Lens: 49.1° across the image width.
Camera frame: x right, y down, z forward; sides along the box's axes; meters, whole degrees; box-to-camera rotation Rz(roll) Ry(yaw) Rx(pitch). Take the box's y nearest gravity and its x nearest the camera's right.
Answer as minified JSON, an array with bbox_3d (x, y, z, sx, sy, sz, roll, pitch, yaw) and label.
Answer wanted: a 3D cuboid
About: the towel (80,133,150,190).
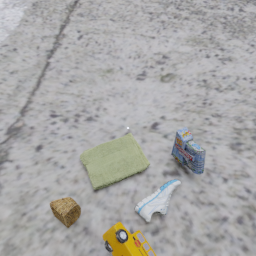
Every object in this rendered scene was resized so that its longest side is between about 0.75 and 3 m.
[{"bbox_3d":[-0.375,0.937,8.013,1.760,0.321,1.306,-22,60,-14],"label":"towel"}]

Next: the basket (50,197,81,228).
[{"bbox_3d":[-1.540,2.013,6.987,0.562,0.754,0.538,32,55,27],"label":"basket"}]

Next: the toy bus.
[{"bbox_3d":[0.211,2.655,5.557,0.652,0.542,1.666,-12,59,-50],"label":"toy bus"}]

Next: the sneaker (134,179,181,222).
[{"bbox_3d":[0.898,1.908,7.287,1.427,0.535,0.618,-35,65,-13],"label":"sneaker"}]

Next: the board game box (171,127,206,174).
[{"bbox_3d":[1.585,0.568,7.470,0.331,1.072,1.073,-23,40,-19],"label":"board game box"}]
